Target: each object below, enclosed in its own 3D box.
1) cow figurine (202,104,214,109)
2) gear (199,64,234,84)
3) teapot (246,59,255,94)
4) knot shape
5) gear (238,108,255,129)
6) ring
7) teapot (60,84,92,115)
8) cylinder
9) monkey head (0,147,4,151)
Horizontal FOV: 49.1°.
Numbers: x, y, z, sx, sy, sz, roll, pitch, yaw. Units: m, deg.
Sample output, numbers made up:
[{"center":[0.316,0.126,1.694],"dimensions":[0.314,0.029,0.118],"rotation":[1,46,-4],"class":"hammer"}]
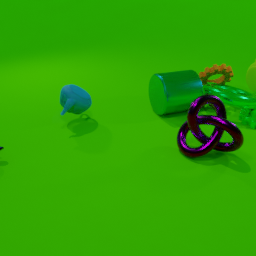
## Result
[{"center":[2.822,-0.975,9.570],"dimensions":[0.892,0.906,0.497],"rotation":[24,55,-12],"class":"cow figurine"},{"center":[3.110,-1.818,9.990],"dimensions":[1.204,1.204,0.223],"rotation":[-3,64,-5],"class":"gear"},{"center":[4.924,-1.892,10.064],"dimensions":[0.977,1.996,1.241],"rotation":[-15,8,-15],"class":"teapot"},{"center":[2.007,-0.076,7.061],"dimensions":[1.661,1.554,0.767],"rotation":[-2,11,19],"class":"knot shape"},{"center":[4.219,-0.314,8.868],"dimensions":[1.304,0.241,1.304],"rotation":[0,29,0],"class":"gear"},{"center":[3.409,-1.110,9.370],"dimensions":[1.970,0.394,1.970],"rotation":[12,20,-4],"class":"ring"},{"center":[-1.670,-0.803,8.595],"dimensions":[1.014,0.798,1.631],"rotation":[34,19,-5],"class":"teapot"},{"center":[1.549,-1.187,9.283],"dimensions":[1.352,1.352,1.352],"rotation":[-10,30,-17],"class":"cylinder"},{"center":[-3.693,0.675,6.784],"dimensions":[1.218,0.876,0.734],"rotation":[-37,84,-28],"class":"monkey head"}]
